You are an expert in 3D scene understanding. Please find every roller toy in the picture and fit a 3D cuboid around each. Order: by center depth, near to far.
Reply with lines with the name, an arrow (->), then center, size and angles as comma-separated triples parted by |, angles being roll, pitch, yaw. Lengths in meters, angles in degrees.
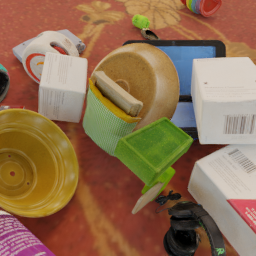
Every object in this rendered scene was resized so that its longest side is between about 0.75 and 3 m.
roller toy -> -2.280, -2.088, 8.504 | 1.627, 1.484, 1.137 | 11, 48, 10

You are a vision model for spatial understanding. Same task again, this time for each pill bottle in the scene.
pill bottle -> -2.070, 2.266, 4.447 | 2.625, 1.474, 1.474 | 31, 54, 24

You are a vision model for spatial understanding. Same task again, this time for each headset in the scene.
headset -> 1.132, 1.819, 5.200 | 0.896, 1.178, 1.908 | -6, 22, -27

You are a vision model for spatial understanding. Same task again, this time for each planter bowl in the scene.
planter bowl -> -2.225, 0.820, 5.856 | 2.292, 0.955, 2.292 | 31, 43, -34

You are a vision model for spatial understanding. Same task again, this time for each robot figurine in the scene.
robot figurine -> 0.502, -4.245, 11.199 | 0.714, 0.471, 0.814 | -5, 33, -44

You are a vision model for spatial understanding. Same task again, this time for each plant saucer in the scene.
plant saucer -> -0.098, -0.854, 6.848 | 2.696, 0.477, 2.696 | -5, 80, 30

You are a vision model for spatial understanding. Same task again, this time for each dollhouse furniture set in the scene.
dollhouse furniture set -> -0.325, 0.266, 5.755 | 2.660, 1.743, 1.335 | 41, 44, 20

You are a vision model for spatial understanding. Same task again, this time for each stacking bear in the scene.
stacking bear -> 2.971, -5.562, 12.143 | 1.010, 1.079, 1.776 | -51, 47, 10

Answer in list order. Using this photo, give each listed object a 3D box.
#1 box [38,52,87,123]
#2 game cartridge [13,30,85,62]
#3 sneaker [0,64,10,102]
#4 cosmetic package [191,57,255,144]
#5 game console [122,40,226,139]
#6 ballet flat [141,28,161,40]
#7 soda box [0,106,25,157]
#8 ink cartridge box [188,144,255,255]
box -> -1.724, -1.054, 7.445 | 1.109, 1.294, 1.288 | 7, 53, -13
game cartridge -> -2.823, -2.825, 9.953 | 2.197, 0.456, 1.463 | -30, 50, -25
sneaker -> -4.439, -1.079, 7.914 | 1.567, 1.085, 2.595 | 23, 49, 32
cosmetic package -> 2.268, -0.745, 6.412 | 1.489, 1.070, 2.638 | -1, 31, 7
game console -> 1.288, -1.090, 7.301 | 2.982, 1.765, 2.546 | -1, 33, 0
ballet flat -> 0.918, -3.473, 10.592 | 0.481, 0.331, 1.429 | -16, 49, -15
soda box -> -3.039, 0.304, 6.875 | 0.668, 0.605, 1.908 | 2, 48, 2
ink cartridge box -> 2.935, 1.149, 5.723 | 2.700, 1.126, 1.960 | -22, 51, -19
